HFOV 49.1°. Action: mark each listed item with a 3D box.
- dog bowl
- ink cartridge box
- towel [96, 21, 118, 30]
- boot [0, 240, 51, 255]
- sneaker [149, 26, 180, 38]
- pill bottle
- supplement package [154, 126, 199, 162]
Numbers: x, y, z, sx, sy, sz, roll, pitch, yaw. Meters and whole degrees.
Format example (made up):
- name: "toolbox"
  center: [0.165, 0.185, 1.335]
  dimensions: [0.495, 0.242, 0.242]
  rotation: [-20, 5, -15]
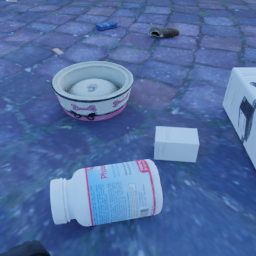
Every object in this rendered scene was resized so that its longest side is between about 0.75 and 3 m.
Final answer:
- name: "dog bowl"
  center: [-0.959, -1.046, 7.912]
  dimensions: [2.233, 0.823, 2.233]
  rotation: [0, 38, 0]
- name: "ink cartridge box"
  center: [3.762, -0.226, 6.463]
  dimensions: [2.161, 1.247, 2.979]
  rotation: [1, 37, -1]
- name: "towel"
  center: [-0.997, -4.816, 13.184]
  dimensions: [0.968, 0.235, 0.541]
  rotation: [-23, 43, -25]
- name: "boot"
  center: [-1.640, 2.673, 3.002]
  dimensions: [2.622, 1.001, 2.203]
  rotation: [-19, 38, -32]
- name: "sneaker"
  center: [1.570, -4.084, 12.185]
  dimensions: [1.339, 0.471, 0.506]
  rotation: [11, 58, 19]
- name: "pill bottle"
  center: [-0.387, 1.159, 4.957]
  dimensions: [1.829, 0.994, 0.994]
  rotation: [-7, 39, -10]
- name: "supplement package"
  center: [1.074, 0.365, 6.317]
  dimensions: [0.938, 0.562, 0.569]
  rotation: [4, 38, 5]
